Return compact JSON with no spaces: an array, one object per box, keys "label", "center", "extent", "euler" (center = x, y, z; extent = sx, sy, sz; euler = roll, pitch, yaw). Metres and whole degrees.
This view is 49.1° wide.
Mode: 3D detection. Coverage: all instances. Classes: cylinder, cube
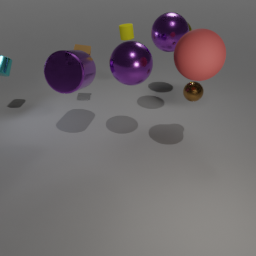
[{"label":"cylinder","center":[-0.073,-4.879,14.222],"extent":[0.700,0.700,0.700],"euler":[-6,29,3]},{"label":"cube","center":[-1.994,-3.123,12.141],"extent":[0.700,0.700,0.700],"euler":[5,43,-6]},{"label":"cylinder","center":[-5.247,-2.579,11.660],"extent":[0.700,0.700,0.700],"euler":[9,-5,1]},{"label":"cylinder","center":[-1.975,-1.986,9.748],"extent":[1.400,1.400,1.400],"euler":[6,17,9]}]

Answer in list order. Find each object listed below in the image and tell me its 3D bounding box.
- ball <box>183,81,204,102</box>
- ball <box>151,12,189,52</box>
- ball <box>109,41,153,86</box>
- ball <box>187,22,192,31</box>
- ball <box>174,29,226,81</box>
[{"label":"ball","center":[2.267,-1.263,9.730],"extent":[0.700,0.700,0.700],"euler":[0,30,0]},{"label":"ball","center":[1.554,-3.537,10.389],"extent":[1.400,1.400,1.400],"euler":[0,30,0]},{"label":"ball","center":[0.103,-2.068,8.995],"extent":[1.400,1.400,1.400],"euler":[0,30,0]},{"label":"ball","center":[2.199,-4.196,12.648],"extent":[1.400,1.400,1.400],"euler":[0,30,0]},{"label":"ball","center":[1.972,-2.010,7.747],"extent":[1.400,1.400,1.400],"euler":[0,30,0]}]
